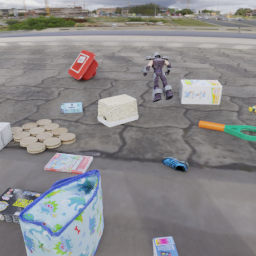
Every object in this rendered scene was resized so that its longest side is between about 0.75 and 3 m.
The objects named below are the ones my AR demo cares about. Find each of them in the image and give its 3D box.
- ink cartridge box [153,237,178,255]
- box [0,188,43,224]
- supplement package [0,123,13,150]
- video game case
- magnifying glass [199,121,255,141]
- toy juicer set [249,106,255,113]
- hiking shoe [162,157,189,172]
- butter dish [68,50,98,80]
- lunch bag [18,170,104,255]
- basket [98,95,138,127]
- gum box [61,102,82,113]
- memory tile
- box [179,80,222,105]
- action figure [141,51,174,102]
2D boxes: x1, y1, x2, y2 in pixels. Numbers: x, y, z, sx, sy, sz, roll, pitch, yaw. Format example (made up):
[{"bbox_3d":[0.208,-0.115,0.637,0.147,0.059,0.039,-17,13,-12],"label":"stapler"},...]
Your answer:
[{"bbox_3d":[0.760,2.691,5.133,0.420,0.750,1.100,-6,25,-2],"label":"ink cartridge box"},{"bbox_3d":[-2.800,1.996,7.208,1.205,0.267,0.965,6,25,12],"label":"box"},{"bbox_3d":[-4.872,0.339,10.262,0.704,0.702,1.200,3,25,5],"label":"supplement package"},{"bbox_3d":[-1.916,1.159,9.201,1.319,0.115,0.943,5,25,10],"label":"video game case"},{"bbox_3d":[4.206,0.074,11.418,2.589,0.290,1.030,14,28,23],"label":"magnifying glass"},{"bbox_3d":[6.330,-0.955,13.617,0.871,0.237,0.554,-17,30,-33],"label":"toy juicer set"},{"bbox_3d":[1.483,1.160,8.947,0.872,0.324,0.378,10,26,21],"label":"hiking shoe"},{"bbox_3d":[-2.757,-3.997,18.869,1.490,2.010,2.016,33,1,-41],"label":"butter dish"},{"bbox_3d":[-1.124,1.953,5.712,1.208,1.611,1.895,15,29,27],"label":"lunch bag"},{"bbox_3d":[-0.454,-0.810,12.415,1.592,0.982,1.079,-18,30,-32],"label":"basket"},{"bbox_3d":[-2.755,-0.994,13.707,1.007,0.224,0.856,-4,25,-9],"label":"gum box"},{"bbox_3d":[-3.418,0.273,11.006,1.936,0.212,2.526,-21,31,-38],"label":"memory tile"},{"bbox_3d":[3.775,-1.896,14.711,1.983,1.005,1.115,2,26,3],"label":"box"},{"bbox_3d":[1.214,-2.117,11.223,1.331,2.046,0.710,-7,-6,-9],"label":"action figure"}]
